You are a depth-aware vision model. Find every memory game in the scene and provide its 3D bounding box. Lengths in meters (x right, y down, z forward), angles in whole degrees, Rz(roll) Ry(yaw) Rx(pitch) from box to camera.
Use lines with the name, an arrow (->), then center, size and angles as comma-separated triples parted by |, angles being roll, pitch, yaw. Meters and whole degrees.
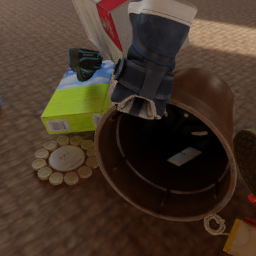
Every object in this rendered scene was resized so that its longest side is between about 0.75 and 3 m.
memory game -> -1.644, 0.829, 7.600 | 1.821, 0.116, 1.821 | 0, 39, 0

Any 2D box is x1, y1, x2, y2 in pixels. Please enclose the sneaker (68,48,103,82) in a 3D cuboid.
sneaker -> -1.043, -1.657, 7.597 | 0.780, 0.697, 1.905 | -2, 2, 1

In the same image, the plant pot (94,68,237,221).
plant pot -> 1.186, 0.036, 6.617 | 2.941, 2.941, 2.911 | 17, 36, 19

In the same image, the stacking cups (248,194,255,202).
stacking cups -> 3.279, 1.504, 6.700 | 0.938, 0.284, 0.284 | -17, 43, -15

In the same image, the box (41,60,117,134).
box -> -1.325, -1.057, 8.680 | 1.799, 0.703, 2.950 | -5, 39, 11

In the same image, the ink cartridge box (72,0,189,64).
ink cartridge box -> -0.051, -3.185, 7.691 | 2.039, 2.049, 2.819 | -33, 50, -8

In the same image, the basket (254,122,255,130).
basket -> 4.472, -0.693, 7.591 | 1.666, 2.449, 2.209 | 5, 40, 6

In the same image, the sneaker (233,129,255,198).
sneaker -> 3.447, 1.249, 6.093 | 1.262, 0.943, 2.812 | -6, 60, -34

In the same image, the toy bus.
toy bus -> 2.522, 2.289, 5.230 | 1.661, 0.910, 1.761 | -22, 68, 13

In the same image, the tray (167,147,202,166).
tray -> 1.498, 0.718, 7.417 | 0.866, 0.096, 0.465 | -24, 25, -28

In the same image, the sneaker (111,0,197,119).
sneaker -> 0.288, -1.191, 4.879 | 0.964, 1.831, 2.534 | 13, 18, -6
